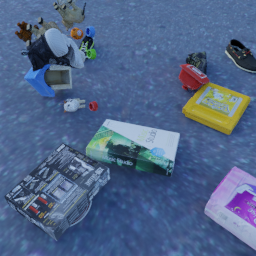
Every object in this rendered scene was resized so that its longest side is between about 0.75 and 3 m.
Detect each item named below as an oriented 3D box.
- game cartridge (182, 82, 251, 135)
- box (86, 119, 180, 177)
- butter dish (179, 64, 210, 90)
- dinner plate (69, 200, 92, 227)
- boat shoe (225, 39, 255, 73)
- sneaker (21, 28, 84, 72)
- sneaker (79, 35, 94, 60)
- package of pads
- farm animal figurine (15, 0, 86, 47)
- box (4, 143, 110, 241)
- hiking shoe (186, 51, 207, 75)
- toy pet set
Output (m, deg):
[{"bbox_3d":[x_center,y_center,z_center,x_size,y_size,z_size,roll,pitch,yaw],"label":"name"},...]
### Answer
[{"bbox_3d":[3.450,-0.865,10.905,1.978,0.364,2.244,26,48,23],"label":"game cartridge"},{"bbox_3d":[0.236,0.555,9.112,2.698,0.490,1.947,10,31,11],"label":"box"},{"bbox_3d":[2.596,-1.996,11.663,1.251,0.925,1.248,41,31,13],"label":"butter dish"},{"bbox_3d":[-1.871,2.134,8.082,1.681,0.204,1.681,0,45,0],"label":"dinner plate"},{"bbox_3d":[5.423,-3.413,13.218,0.821,0.703,2.243,-12,48,-14],"label":"boat shoe"},{"bbox_3d":[-1.898,-1.838,7.137,1.089,1.913,0.722,-19,83,11],"label":"sneaker"},{"bbox_3d":[-2.155,-4.071,13.789,0.662,0.765,1.847,6,46,6],"label":"sneaker"},{"bbox_3d":[3.497,2.334,7.324,2.598,0.983,1.565,32,53,28],"label":"package of pads"},{"bbox_3d":[-2.150,-3.214,8.471,2.254,1.133,1.820,-50,55,6],"label":"farm animal figurine"},{"bbox_3d":[-1.930,1.671,7.999,1.852,0.584,2.349,25,51,23],"label":"box"},{"bbox_3d":[3.110,-2.908,12.805,0.943,0.710,1.874,1,36,13],"label":"hiking shoe"},{"bbox_3d":[-2.594,-2.117,10.444,1.590,2.995,2.796,-11,15,-40],"label":"toy pet set"}]
